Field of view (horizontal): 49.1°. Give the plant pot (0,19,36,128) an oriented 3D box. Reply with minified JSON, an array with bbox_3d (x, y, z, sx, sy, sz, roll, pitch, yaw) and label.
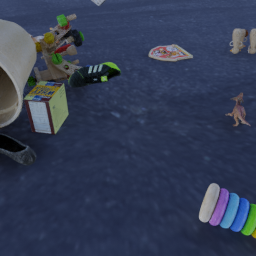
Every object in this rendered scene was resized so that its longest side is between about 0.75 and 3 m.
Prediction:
[{"bbox_3d":[-3.632,-1.689,7.472,2.524,2.524,2.311,4,42,5],"label":"plant pot"}]

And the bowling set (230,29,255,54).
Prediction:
[{"bbox_3d":[5.229,-3.711,12.005,1.863,1.000,1.296,3,17,6],"label":"bowling set"}]

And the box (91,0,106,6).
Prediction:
[{"bbox_3d":[-0.990,-3.689,6.387,0.323,1.359,1.312,-19,52,47],"label":"box"}]

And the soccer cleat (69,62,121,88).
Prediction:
[{"bbox_3d":[-0.519,-0.837,4.474,0.872,0.294,0.353,-25,45,-25],"label":"soccer cleat"}]

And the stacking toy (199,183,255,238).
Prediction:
[{"bbox_3d":[2.138,1.581,4.833,1.678,0.716,0.716,20,40,15],"label":"stacking toy"}]

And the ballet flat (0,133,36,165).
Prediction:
[{"bbox_3d":[-2.814,0.362,6.565,1.728,0.491,0.574,19,40,24],"label":"ballet flat"}]

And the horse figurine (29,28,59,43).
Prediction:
[{"bbox_3d":[-3.787,-3.813,12.196,2.236,0.558,1.482,-12,49,-25],"label":"horse figurine"}]

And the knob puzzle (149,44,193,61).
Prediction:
[{"bbox_3d":[1.634,-3.182,11.646,1.800,0.250,1.800,0,36,0],"label":"knob puzzle"}]

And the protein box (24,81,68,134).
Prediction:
[{"bbox_3d":[-2.113,-0.548,7.379,0.676,1.003,0.995,6,37,9],"label":"protein box"}]

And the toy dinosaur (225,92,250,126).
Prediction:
[{"bbox_3d":[3.003,-0.487,7.565,0.439,0.694,1.023,-1,36,-1],"label":"toy dinosaur"}]

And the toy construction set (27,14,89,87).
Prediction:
[{"bbox_3d":[-2.512,-2.233,9.238,2.038,2.212,2.652,-26,22,-14],"label":"toy construction set"}]
